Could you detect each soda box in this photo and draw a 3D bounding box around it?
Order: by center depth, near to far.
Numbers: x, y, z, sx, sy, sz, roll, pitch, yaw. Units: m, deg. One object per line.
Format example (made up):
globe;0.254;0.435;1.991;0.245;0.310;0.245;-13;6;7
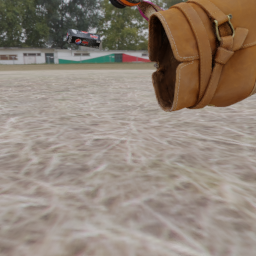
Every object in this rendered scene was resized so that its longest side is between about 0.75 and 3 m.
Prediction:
soda box;-1.334;-2.682;8.441;0.982;0.311;0.347;4;50;-22

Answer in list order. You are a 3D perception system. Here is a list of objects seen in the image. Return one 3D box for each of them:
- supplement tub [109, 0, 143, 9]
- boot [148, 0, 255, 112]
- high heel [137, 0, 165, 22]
supplement tub;0.093;-1.565;2.920;0.433;0.433;0.810;-9;-1;-32
boot;1.197;-1.675;3.927;2.195;2.837;1.045;-15;8;-25
high heel;0.951;-4.376;10.824;1.193;0.836;2.481;26;18;-24
